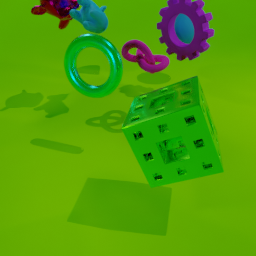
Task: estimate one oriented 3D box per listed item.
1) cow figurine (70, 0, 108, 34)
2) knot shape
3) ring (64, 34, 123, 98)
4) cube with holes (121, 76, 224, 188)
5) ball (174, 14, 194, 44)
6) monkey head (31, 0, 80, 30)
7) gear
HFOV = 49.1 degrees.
[{"bbox_3d":[-1.030,-3.387,8.580,1.542,0.847,1.518,49,23,24],"label":"cow figurine"},{"bbox_3d":[0.431,-2.056,8.046,1.308,0.646,1.397,24,14,-21],"label":"knot shape"},{"bbox_3d":[-0.860,-1.485,6.834,1.557,1.557,0.311,11,26,16],"label":"ring"},{"bbox_3d":[0.877,0.055,5.278,1.344,1.344,1.344,-17,24,20],"label":"cube with holes"},{"bbox_3d":[2.114,-3.828,11.065,1.334,1.334,1.334,0,34,0],"label":"ball"},{"bbox_3d":[-2.212,-3.875,8.788,1.193,1.424,1.979,31,59,-14],"label":"monkey head"},{"bbox_3d":[1.900,-3.362,9.536,0.385,2.079,2.079,-31,45,-34],"label":"gear"}]
